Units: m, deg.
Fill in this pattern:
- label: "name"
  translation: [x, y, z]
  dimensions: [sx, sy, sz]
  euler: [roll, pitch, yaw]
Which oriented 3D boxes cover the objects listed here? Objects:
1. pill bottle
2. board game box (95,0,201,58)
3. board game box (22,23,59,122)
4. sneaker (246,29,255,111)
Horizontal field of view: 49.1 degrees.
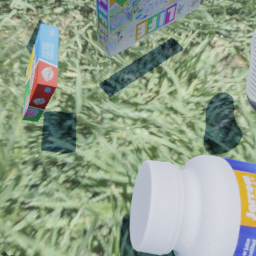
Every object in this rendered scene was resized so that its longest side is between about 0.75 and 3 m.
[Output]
- label: "pill bottle"
  translation: [1.211, 0.983, 3.069]
  dimensions: [2.250, 1.261, 1.261]
  euler: [11, 61, -8]
- label: "board game box"
  translation: [0.617, -3.004, 6.071]
  dimensions: [2.927, 1.968, 0.501]
  euler: [-35, 68, -19]
- label: "board game box"
  translation: [-1.645, -0.948, 5.215]
  dimensions: [0.314, 1.559, 1.193]
  euler: [7, 66, -27]
- label: "sneaker"
  translation: [2.784, -1.217, 5.442]
  dimensions: [0.741, 1.165, 2.043]
  euler: [16, 82, 36]
